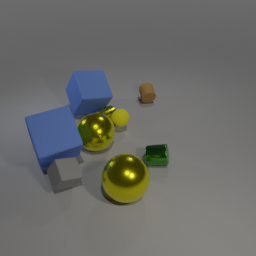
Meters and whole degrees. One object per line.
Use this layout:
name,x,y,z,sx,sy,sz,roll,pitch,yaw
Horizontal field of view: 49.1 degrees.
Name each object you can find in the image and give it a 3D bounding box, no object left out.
cube,-1.902,1.369,8.382,0.700,0.700,0.700,-3,58,-43
ball,-0.062,1.434,8.065,1.400,1.400,1.400,0,32,0
ball,-0.299,-0.410,11.092,0.700,0.700,0.700,0,32,0
cube,-2.403,0.310,9.135,1.400,1.400,1.400,-18,76,-20
cylinder,0.926,-1.694,13.444,0.700,0.700,0.700,-6,53,-9
ball,-1.168,0.144,10.104,1.400,1.400,1.400,0,32,0
cylinder,-0.892,-0.501,11.725,0.700,0.700,0.700,-27,41,-30
cylinder,0.996,0.907,9.437,0.700,0.700,0.700,-6,30,15
cube,-1.705,-1.517,12.112,1.400,1.400,1.400,-9,68,-31
